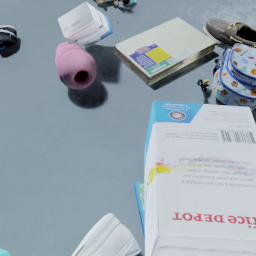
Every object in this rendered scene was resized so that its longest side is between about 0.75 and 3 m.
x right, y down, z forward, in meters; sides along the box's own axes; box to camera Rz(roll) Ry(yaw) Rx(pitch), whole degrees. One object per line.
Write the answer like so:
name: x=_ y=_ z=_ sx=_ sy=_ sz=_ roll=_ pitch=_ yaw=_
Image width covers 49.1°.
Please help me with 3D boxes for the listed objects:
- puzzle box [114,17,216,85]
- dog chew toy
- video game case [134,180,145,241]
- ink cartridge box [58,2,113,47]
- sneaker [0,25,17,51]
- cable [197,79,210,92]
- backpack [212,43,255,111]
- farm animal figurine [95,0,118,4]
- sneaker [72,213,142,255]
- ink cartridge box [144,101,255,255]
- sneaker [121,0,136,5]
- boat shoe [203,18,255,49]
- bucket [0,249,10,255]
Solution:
puzzle box: x=1.195 y=-2.616 z=9.173 sx=2.840 sy=0.361 sz=1.890 roll=-30 pitch=59 yaw=-21
dog chew toy: x=-1.627 y=-1.935 z=8.255 sx=1.123 sy=1.123 sz=1.803 roll=-20 pitch=47 yaw=-15
video game case: x=1.230 y=2.087 z=5.481 sx=1.831 sy=0.228 sz=2.559 roll=-4 pitch=49 yaw=-9
ink cartridge box: x=-1.266 y=-3.130 z=8.625 sx=1.058 sy=1.464 sz=0.616 roll=-23 pitch=86 yaw=19
sneaker: x=-4.551 y=-2.947 z=9.274 sx=1.647 sy=0.602 sz=0.921 roll=-10 pitch=52 yaw=-9
cable: x=2.098 y=-1.229 z=7.983 sx=0.762 sy=0.370 sz=0.192 roll=-1 pitch=34 yaw=-48
backpack: x=3.167 y=-1.340 z=7.678 sx=1.752 sy=1.349 sz=1.669 roll=19 pitch=65 yaw=10
farm animal figurine: x=-0.714 y=-5.304 z=11.044 sx=1.404 sy=0.740 sz=1.420 roll=-24 pitch=56 yaw=-1
sneaker: x=-0.768 y=2.801 z=4.800 sx=1.146 sy=0.974 sz=2.589 roll=43 pitch=66 yaw=3
ink cartridge box: x=1.269 y=1.077 z=4.983 sx=1.859 sy=1.851 sz=2.534 roll=4 pitch=48 yaw=-1
sneaker: x=-0.160 y=-5.168 z=11.141 sx=0.870 sy=0.364 sz=0.525 roll=28 pitch=48 yaw=18
boat shoe: x=3.689 y=-3.015 z=9.194 sx=0.976 sy=0.808 sz=2.716 roll=-33 pitch=59 yaw=-22
bucket: x=-3.052 y=2.596 z=3.822 sx=1.786 sy=2.745 sz=2.745 roll=19 pitch=55 yaw=3
